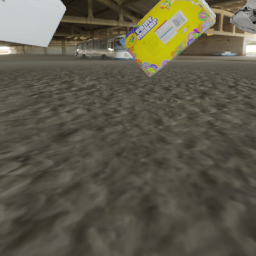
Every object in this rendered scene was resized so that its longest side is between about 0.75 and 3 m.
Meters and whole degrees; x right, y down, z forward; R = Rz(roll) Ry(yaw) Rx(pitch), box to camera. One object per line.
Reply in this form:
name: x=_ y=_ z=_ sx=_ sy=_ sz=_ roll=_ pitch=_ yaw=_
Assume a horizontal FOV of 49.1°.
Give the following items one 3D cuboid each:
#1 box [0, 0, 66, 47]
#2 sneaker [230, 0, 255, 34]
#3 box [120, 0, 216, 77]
box: x=-2.834 y=-3.118 z=6.531 sx=1.665 sy=1.163 sz=2.187 roll=-8 pitch=55 yaw=-51
sneaker: x=3.391 y=-3.057 z=6.617 sx=0.839 sy=1.283 sz=2.233 roll=27 pitch=3 yaw=-14
box: x=1.600 y=-3.785 z=10.600 sx=2.882 sy=1.758 sz=2.776 roll=-37 pitch=10 yaw=29
